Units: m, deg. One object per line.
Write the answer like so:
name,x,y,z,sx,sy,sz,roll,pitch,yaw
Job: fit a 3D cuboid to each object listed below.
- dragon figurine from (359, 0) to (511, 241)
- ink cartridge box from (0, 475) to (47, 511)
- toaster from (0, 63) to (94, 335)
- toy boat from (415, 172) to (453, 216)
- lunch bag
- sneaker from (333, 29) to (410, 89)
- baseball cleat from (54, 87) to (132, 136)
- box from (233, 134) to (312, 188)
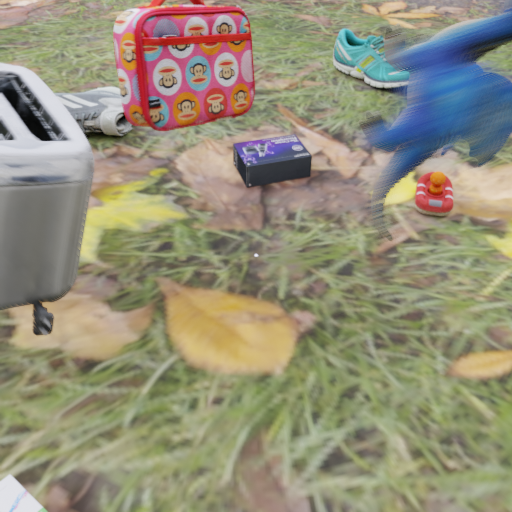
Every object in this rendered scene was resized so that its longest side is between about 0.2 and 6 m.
dragon figurine,2.000,-1.475,5.737,0.924,3.139,1.561,1,20,-41
ink cartridge box,-2.247,2.546,5.428,0.717,0.519,0.301,27,46,29
toaster,-2.748,-0.741,5.760,1.638,1.862,2.883,-10,47,-40
toy boat,3.120,-1.178,9.724,0.639,0.640,0.979,9,41,10
lunch bag,-0.846,-2.451,6.922,1.811,1.595,0.742,-23,31,-39
sneaker,2.932,-4.817,13.713,2.608,1.039,1.011,32,50,31
baseball cleat,-3.602,-2.844,11.477,2.654,0.926,1.413,-30,49,-30
box,0.293,-1.814,10.600,1.280,0.505,0.904,-12,44,-14
